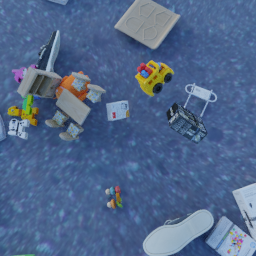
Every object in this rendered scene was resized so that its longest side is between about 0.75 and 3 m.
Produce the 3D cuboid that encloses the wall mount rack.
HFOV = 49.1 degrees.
[{"bbox_3d":[2.798,-1.148,11.142,1.294,0.483,1.125,23,71,7],"label":"wall mount rack"}]

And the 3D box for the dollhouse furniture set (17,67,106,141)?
[{"bbox_3d":[-2.473,-1.062,10.092,2.370,1.542,2.177,38,107,17],"label":"dollhouse furniture set"}]

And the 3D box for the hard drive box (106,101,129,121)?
[{"bbox_3d":[-0.360,-0.630,10.133,0.793,0.305,0.618,-16,105,-39],"label":"hard drive box"}]

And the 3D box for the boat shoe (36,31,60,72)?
[{"bbox_3d":[-3.327,-2.940,11.445,0.730,0.915,2.421,11,72,-3],"label":"boat shoe"}]

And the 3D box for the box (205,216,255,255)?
[{"bbox_3d":[3.559,3.947,9.627,1.417,0.292,1.105,40,77,10],"label":"box"}]

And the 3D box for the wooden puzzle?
[{"bbox_3d":[0.839,-4.539,12.185,2.206,0.511,2.044,31,75,14],"label":"wooden puzzle"}]

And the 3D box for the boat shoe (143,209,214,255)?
[{"bbox_3d":[1.673,3.526,9.496,2.540,0.785,0.951,-29,73,-11],"label":"boat shoe"}]

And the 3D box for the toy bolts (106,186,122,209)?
[{"bbox_3d":[-0.540,2.424,9.946,0.526,0.724,0.758,-11,55,3],"label":"toy bolts"}]

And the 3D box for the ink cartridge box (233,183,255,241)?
[{"bbox_3d":[4.695,2.836,9.724,1.298,0.753,1.799,-18,74,-5],"label":"ink cartridge box"}]

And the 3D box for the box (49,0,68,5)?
[{"bbox_3d":[-3.155,-6.549,12.863,1.294,0.342,1.660,18,73,6],"label":"box"}]

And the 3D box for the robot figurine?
[{"bbox_3d":[-2.180,-1.507,11.000,1.550,0.904,1.115,-46,110,-14],"label":"robot figurine"}]

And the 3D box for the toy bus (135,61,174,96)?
[{"bbox_3d":[0.873,-1.969,10.026,1.244,1.194,0.844,-45,48,-1],"label":"toy bus"}]

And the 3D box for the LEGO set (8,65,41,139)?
[{"bbox_3d":[-4.125,-0.935,10.791,1.151,1.070,2.805,3,79,4],"label":"LEGO set"}]

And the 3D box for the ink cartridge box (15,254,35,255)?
[{"bbox_3d":[-3.574,4.807,8.337,0.923,2.222,1.629,-1,73,0],"label":"ink cartridge box"}]

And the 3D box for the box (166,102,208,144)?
[{"bbox_3d":[1.803,-0.155,8.662,1.132,0.927,0.487,30,118,-18],"label":"box"}]

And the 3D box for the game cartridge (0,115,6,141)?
[{"bbox_3d":[-5.674,-0.240,10.891,1.388,0.421,2.082,-31,75,-13],"label":"game cartridge"}]
